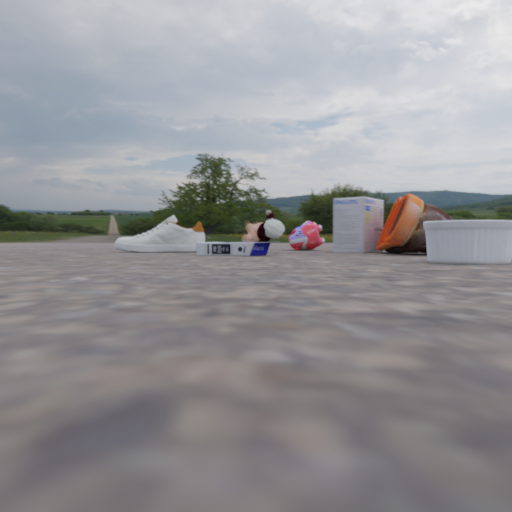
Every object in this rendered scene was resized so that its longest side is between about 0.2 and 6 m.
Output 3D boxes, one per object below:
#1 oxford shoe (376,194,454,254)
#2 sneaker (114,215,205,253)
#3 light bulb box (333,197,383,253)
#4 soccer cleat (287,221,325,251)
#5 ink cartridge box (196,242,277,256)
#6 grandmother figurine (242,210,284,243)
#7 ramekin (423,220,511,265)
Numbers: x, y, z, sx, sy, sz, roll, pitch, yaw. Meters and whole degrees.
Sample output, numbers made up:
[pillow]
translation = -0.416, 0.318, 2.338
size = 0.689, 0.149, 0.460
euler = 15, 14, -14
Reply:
[oxford shoe]
translation = 3.138, -0.434, 10.958
size = 1.207, 1.180, 3.310
euler = 22, 7, 7
[sneaker]
translation = -2.122, -0.475, 12.341
size = 1.961, 0.830, 0.714
euler = -2, 4, -11
[light bulb box]
translation = 2.241, -0.658, 12.227
size = 0.738, 1.182, 1.172
euler = 1, 1, 33
[soccer cleat]
translation = 1.228, -0.495, 14.919
size = 0.915, 0.798, 2.393
euler = -10, 2, -1
[ink cartridge box]
translation = -0.316, -0.123, 9.786
size = 1.338, 0.262, 0.666
euler = -1, 1, 28
[grandmother figurine]
translation = 0.167, -0.516, 11.561
size = 0.454, 0.909, 1.499
euler = 13, -5, -20
[ramekin]
translation = 2.479, -0.155, 6.531
size = 1.028, 0.501, 1.028
euler = 1, 2, 0
